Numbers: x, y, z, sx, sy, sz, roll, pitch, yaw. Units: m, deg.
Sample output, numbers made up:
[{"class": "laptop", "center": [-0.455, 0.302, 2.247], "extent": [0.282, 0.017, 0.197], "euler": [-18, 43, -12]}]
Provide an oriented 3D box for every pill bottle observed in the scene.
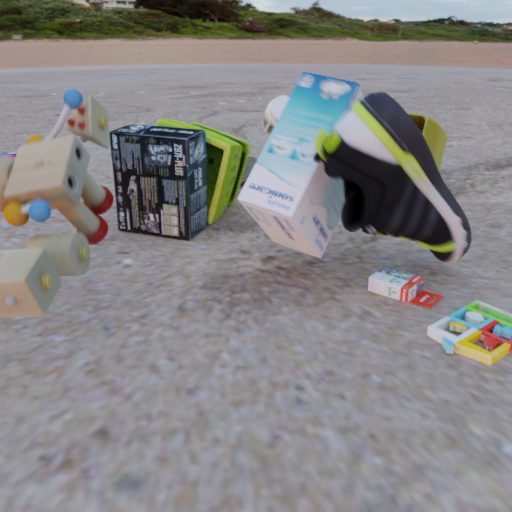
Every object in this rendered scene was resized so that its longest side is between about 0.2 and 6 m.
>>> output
[{"class": "pill bottle", "center": [0.469, -2.823, 11.321], "extent": [0.620, 0.620, 1.065], "euler": [-3, -2, -7]}]

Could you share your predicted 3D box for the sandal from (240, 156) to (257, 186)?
[{"class": "sandal", "center": [-1.004, -2.056, 13.214], "extent": [1.193, 0.802, 2.970], "euler": [22, 31, 40]}]

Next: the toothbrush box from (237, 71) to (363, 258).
[{"class": "toothbrush box", "center": [0.850, -1.321, 8.477], "extent": [0.950, 2.228, 1.631], "euler": [20, -11, 27]}]

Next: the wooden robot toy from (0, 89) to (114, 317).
[{"class": "wooden robot toy", "center": [-2.870, -0.681, 7.148], "extent": [1.553, 1.508, 3.423], "euler": [-4, 56, 10]}]

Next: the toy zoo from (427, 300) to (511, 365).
[{"class": "toy zoo", "center": [2.808, 0.970, 7.072], "extent": [1.353, 0.138, 0.888], "euler": [-18, 30, -36]}]

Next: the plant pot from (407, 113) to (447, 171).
[{"class": "plant pot", "center": [3.339, -2.342, 12.895], "extent": [1.609, 1.825, 1.825], "euler": [-6, 21, -44]}]

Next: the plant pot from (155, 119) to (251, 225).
[{"class": "plant pot", "center": [-1.113, -1.791, 11.328], "extent": [1.665, 1.673, 1.519], "euler": [23, 24, 15]}]

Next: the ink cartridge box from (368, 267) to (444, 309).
[{"class": "ink cartridge box", "center": [2.176, 0.449, 8.137], "extent": [0.963, 0.242, 0.524], "euler": [17, 29, 36]}]

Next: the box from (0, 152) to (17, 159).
[{"class": "box", "center": [-5.922, -2.166, 13.655], "extent": [0.997, 0.659, 0.572], "euler": [2, 19, 6]}]

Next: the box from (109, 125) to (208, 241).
[{"class": "box", "center": [-1.748, -1.362, 10.246], "extent": [1.543, 1.884, 0.811], "euler": [8, 25, 18]}]

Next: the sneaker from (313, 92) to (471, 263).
[{"class": "sneaker", "center": [1.856, -0.822, 7.978], "extent": [1.443, 3.486, 1.250], "euler": [-37, 42, 10]}]
